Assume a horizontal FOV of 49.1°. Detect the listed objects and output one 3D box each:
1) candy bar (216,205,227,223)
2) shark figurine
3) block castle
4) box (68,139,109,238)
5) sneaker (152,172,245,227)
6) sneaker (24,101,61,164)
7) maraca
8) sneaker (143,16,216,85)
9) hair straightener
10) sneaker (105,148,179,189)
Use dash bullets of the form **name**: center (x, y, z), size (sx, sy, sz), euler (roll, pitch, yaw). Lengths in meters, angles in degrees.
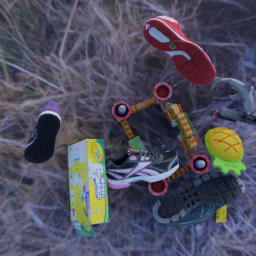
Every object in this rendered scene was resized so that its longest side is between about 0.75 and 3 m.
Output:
- **candy bar**: center (2.812, 2.112, 8.460), size (0.363, 0.161, 1.456), euler (4, 81, -12)
- **shark figurine**: center (3.467, -1.279, 8.738), size (1.619, 0.676, 0.967), euler (38, 79, 0)
- **block castle**: center (0.936, 0.295, 8.157), size (1.916, 1.345, 2.867), euler (-25, 82, -5)
- **box**: center (-1.136, 1.661, 7.835), size (0.609, 1.478, 2.519), euler (4, 77, -31)
- **sneaker**: center (1.978, 2.089, 8.044), size (2.733, 1.083, 1.030), euler (-19, 53, -2)
- **sneaker**: center (-2.422, 0.143, 8.243), size (0.800, 0.925, 2.113), euler (20, 124, -21)
- **maraca**: center (2.830, 0.651, 8.161), size (1.157, 0.902, 1.687), euler (6, 47, -5)
- **sneaker**: center (1.737, -2.531, 8.529), size (2.589, 1.014, 1.496), euler (43, 41, -10)
- **hair straightener**: center (3.420, -0.279, 8.260), size (1.603, 0.617, 0.328), euler (19, 74, -8)
- **sneaker**: center (0.343, 0.955, 7.637), size (2.153, 0.865, 0.930), euler (-18, 112, -1)
